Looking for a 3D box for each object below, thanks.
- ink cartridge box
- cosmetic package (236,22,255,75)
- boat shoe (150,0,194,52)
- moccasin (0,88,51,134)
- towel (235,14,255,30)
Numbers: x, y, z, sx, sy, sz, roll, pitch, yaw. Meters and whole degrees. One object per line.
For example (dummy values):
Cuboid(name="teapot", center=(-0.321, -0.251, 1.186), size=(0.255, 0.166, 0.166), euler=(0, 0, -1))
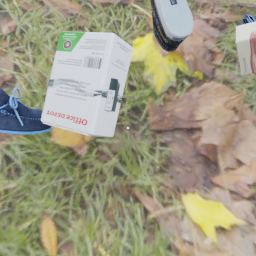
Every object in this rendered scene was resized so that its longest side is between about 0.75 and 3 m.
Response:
Cuboid(name="ink cartridge box", center=(-0.794, -0.821, 5.359), size=(1.331, 0.754, 1.816), euler=(14, 91, 30))
Cuboid(name="cosmetic package", center=(3.151, -1.751, 5.715), size=(1.712, 0.885, 0.747), euler=(-7, 40, 28))
Cuboid(name="boat shoe", center=(0.843, -3.127, 6.736), size=(0.881, 1.130, 2.490), euler=(-10, 86, -8))
Cuboid(name="moccasin", center=(-2.923, -0.450, 6.172), size=(2.651, 0.904, 1.066), euler=(7, 16, -33))
Cuboid(name="towel", center=(3.777, -2.104, 7.226), size=(1.186, 0.516, 2.125), euler=(11, 39, -36))
